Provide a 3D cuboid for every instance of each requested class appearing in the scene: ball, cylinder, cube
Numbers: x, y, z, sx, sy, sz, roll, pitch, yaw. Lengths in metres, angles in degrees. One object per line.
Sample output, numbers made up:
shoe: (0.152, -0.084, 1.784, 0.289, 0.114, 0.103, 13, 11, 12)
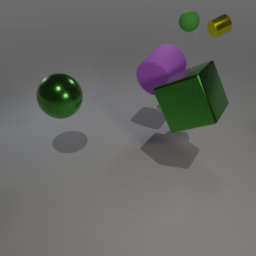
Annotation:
ball: (-2.106, -0.986, 8.690, 1.400, 1.400, 1.400, 0, 31, 0)
cylinder: (1.229, -2.121, 10.194, 1.400, 1.400, 1.400, 17, 48, 26)
cylinder: (3.621, -4.028, 11.097, 0.700, 0.700, 0.700, -26, 35, -4)
ball: (2.071, -3.619, 9.476, 0.700, 0.700, 0.700, 0, 31, 0)
cube: (1.820, -0.885, 7.962, 1.400, 1.400, 1.400, -14, 18, 38)
